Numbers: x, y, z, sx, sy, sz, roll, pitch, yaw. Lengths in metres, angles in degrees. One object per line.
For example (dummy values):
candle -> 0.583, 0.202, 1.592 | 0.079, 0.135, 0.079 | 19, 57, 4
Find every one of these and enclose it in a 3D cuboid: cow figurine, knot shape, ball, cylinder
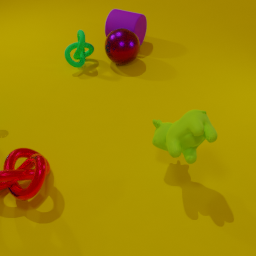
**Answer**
cow figurine -> 1.040, 0.058, 5.525 | 0.740, 1.348, 1.327 | 23, 34, -23
knot shape -> -1.543, -2.542, 9.210 | 0.546, 1.182, 1.106 | 23, 6, 14
ball -> -0.187, -2.677, 9.211 | 1.171, 1.171, 1.171 | 0, 45, 0
cylinder -> -0.063, -3.600, 10.131 | 1.156, 1.156, 1.156 | 19, 48, 19
knot shape -> -2.140, 0.937, 5.724 | 1.364, 0.673, 1.457 | 6, 30, 41
